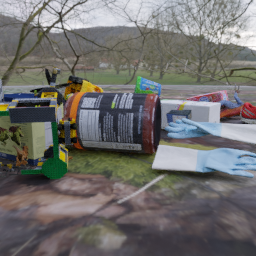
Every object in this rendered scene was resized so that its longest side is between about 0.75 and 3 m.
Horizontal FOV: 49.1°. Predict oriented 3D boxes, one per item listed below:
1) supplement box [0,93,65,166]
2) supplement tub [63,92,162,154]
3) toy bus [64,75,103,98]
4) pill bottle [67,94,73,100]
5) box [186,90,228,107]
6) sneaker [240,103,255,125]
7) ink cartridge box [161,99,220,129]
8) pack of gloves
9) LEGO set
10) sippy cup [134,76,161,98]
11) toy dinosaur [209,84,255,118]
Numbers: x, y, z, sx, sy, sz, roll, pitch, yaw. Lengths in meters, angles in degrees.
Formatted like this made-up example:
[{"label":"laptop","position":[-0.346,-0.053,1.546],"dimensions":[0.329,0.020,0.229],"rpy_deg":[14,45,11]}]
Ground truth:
[{"label":"supplement box","position":[-2.386,-0.042,6.642],"dimensions":[1.480,1.479,0.994],"rpy_deg":[6,13,30]},{"label":"supplement tub","position":[-0.618,-0.171,7.230],"dimensions":[2.853,1.526,1.526],"rpy_deg":[3,11,14]},{"label":"toy bus","position":[-2.333,-1.938,16.642],"dimensions":[2.502,1.768,2.606],"rpy_deg":[12,6,-31]},{"label":"pill bottle","position":[-2.272,-1.240,14.201],"dimensions":[1.692,0.948,0.948],"rpy_deg":[6,12,27]},{"label":"box","position":[3.811,-1.215,13.398],"dimensions":[1.740,0.823,0.893],"rpy_deg":[-8,7,39]},{"label":"sneaker","position":[5.365,-0.554,10.542],"dimensions":[0.909,1.002,2.359],"rpy_deg":[-10,15,-41]},{"label":"ink cartridge box","position":[2.050,-0.478,10.211],"dimensions":[2.258,0.988,1.641],"rpy_deg":[9,13,30]},{"label":"pack of gloves","position":[1.719,0.238,5.888],"dimensions":[2.155,0.425,1.810],"rpy_deg":[3,33,18]},{"label":"LEGO set","position":[-2.285,-0.056,5.472],"dimensions":[2.613,2.009,1.514],"rpy_deg":[-9,29,-6]},{"label":"sippy cup","position":[1.325,-2.495,19.122],"dimensions":[1.720,1.843,2.347],"rpy_deg":[10,49,-1]},{"label":"toy dinosaur","position":[4.656,-0.655,12.435],"dimensions":[2.409,1.394,2.654],"rpy_deg":[9,45,3]}]
